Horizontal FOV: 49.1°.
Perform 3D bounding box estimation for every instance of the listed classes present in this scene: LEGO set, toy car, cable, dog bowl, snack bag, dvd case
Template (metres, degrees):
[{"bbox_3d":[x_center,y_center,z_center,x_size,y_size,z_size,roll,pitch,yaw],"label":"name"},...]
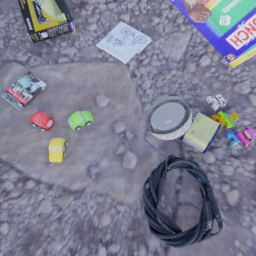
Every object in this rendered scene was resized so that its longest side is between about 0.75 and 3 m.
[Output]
[{"bbox_3d":[3.013,-0.198,8.047,0.728,0.677,1.775,-22,60,-14],"label":"LEGO set"},{"bbox_3d":[-1.818,-0.074,8.099,1.694,0.401,1.800,-28,68,-12],"label":"toy car"},{"bbox_3d":[1.289,1.802,7.191,1.858,0.578,2.277,-13,67,-1],"label":"cable"},{"bbox_3d":[1.162,-0.254,7.893,1.384,0.406,1.384,-18,45,19],"label":"dog bowl"},{"bbox_3d":[-0.131,-2.915,9.600,1.375,0.156,1.458,35,69,16],"label":"snack bag"},{"bbox_3d":[-3.233,-1.178,8.784,0.861,0.130,1.180,35,70,15],"label":"dvd case"}]

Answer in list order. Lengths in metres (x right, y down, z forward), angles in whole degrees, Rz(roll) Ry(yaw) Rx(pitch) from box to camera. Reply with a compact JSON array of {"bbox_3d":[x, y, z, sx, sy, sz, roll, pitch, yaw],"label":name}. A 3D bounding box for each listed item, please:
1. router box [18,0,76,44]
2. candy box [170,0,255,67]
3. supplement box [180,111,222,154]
[{"bbox_3d":[-2.923,-4.080,9.942,1.570,0.522,1.997,-21,66,-10],"label":"router box"},{"bbox_3d":[2.372,-2.786,5.965,2.414,2.041,0.930,41,54,-13],"label":"candy box"},{"bbox_3d":[2.051,0.124,7.925,0.811,0.545,0.812,31,68,14],"label":"supplement box"}]
